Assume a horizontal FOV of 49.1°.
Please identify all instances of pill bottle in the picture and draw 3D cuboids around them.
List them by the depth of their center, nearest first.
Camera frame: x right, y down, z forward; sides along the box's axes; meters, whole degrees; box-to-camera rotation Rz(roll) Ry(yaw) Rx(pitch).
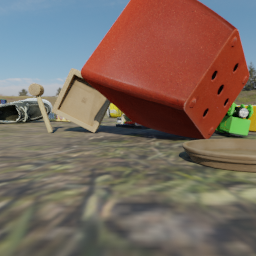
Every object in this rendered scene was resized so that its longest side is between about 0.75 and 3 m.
[{"bbox_3d":[-0.103,-1.196,16.473,2.140,1.199,1.199,1,4,14],"label":"pill bottle"}]

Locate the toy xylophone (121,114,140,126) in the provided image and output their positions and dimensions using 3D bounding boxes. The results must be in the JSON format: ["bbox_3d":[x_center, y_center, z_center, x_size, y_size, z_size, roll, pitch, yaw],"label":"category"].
[{"bbox_3d":[0.388,-0.296,9.116,1.136,0.390,1.551,-2,2,-10],"label":"toy xylophone"}]

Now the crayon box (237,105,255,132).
[{"bbox_3d":[3.706,-0.331,8.358,1.744,0.716,2.774,-2,4,-24],"label":"crayon box"}]

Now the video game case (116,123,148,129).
[{"bbox_3d":[0.290,-0.075,9.065,1.151,0.109,0.822,3,5,44],"label":"video game case"}]

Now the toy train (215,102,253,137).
[{"bbox_3d":[2.399,-0.276,7.124,0.576,0.779,2.762,9,6,1],"label":"toy train"}]

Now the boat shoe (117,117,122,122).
[{"bbox_3d":[-0.218,-0.388,12.083,0.284,0.263,0.769,4,6,40],"label":"boat shoe"}]

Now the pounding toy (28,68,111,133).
[{"bbox_3d":[-1.527,-0.658,7.245,1.940,1.704,0.888,26,8,-3],"label":"pounding toy"}]

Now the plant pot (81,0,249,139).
[{"bbox_3d":[0.966,-1.093,5.600,2.085,2.366,2.364,33,-3,37],"label":"plant pot"}]

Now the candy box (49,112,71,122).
[{"bbox_3d":[-2.725,-0.547,12.687,1.003,0.480,1.737,-4,6,-45],"label":"candy box"}]

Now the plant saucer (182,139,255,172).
[{"bbox_3d":[1.396,0.304,3.409,1.448,0.213,1.448,0,5,0],"label":"plant saucer"}]

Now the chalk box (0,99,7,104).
[{"bbox_3d":[-5.692,-0.735,11.792,1.606,1.003,0.996,-2,4,-5],"label":"chalk box"}]

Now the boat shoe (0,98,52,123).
[{"bbox_3d":[-4.316,-0.553,11.040,2.762,0.995,0.979,-11,20,-26],"label":"boat shoe"}]
